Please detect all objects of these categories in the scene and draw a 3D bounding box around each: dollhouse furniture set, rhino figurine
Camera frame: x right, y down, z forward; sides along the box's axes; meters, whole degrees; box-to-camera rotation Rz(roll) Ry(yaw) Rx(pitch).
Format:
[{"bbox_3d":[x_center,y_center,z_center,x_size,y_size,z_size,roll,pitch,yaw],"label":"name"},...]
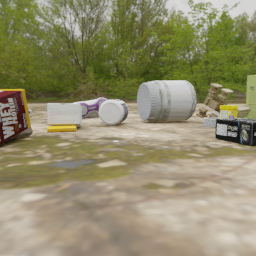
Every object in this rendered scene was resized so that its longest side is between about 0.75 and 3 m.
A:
[{"bbox_3d":[4.075,-0.876,11.853,1.136,1.499,1.710,-8,37,-45],"label":"dollhouse furniture set"},{"bbox_3d":[-3.107,0.122,7.687,0.483,0.330,1.105,16,17,27],"label":"rhino figurine"}]

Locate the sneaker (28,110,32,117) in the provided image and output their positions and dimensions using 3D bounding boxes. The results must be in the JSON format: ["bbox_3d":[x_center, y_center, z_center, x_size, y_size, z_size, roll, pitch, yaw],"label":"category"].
[{"bbox_3d":[-5.842,-0.806,15.494,0.739,0.490,1.299,0,1,2],"label":"sneaker"}]

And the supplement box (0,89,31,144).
[{"bbox_3d":[-3.519,-0.282,6.804,1.535,1.033,1.556,2,19,14],"label":"supplement box"}]

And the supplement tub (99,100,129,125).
[{"bbox_3d":[-0.547,-0.670,11.611,1.021,1.021,1.456,1,6,11],"label":"supplement tub"}]

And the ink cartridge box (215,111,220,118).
[{"bbox_3d":[5.214,-0.737,14.204,1.379,0.603,1.002,1,6,-4],"label":"ink cartridge box"}]

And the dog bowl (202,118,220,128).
[{"bbox_3d":[3.451,-0.219,10.851,1.093,0.321,1.093,0,5,0],"label":"dog bowl"}]

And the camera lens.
[{"bbox_3d":[1.763,-1.209,12.629,2.304,1.843,1.843,-3,7,-18],"label":"camera lens"}]

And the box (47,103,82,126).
[{"bbox_3d":[-2.285,-0.460,10.256,1.151,0.756,1.157,0,-3,-6],"label":"box"}]

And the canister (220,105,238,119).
[{"bbox_3d":[3.593,-0.390,10.020,0.360,0.832,0.618,-6,9,-42],"label":"canister"}]

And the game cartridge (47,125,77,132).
[{"bbox_3d":[-2.235,0.030,9.469,0.932,0.151,0.821,-4,7,-13],"label":"game cartridge"}]

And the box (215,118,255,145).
[{"bbox_3d":[3.080,0.062,7.209,1.049,0.552,1.281,-3,7,-23],"label":"box"}]

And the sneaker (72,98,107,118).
[{"bbox_3d":[-2.181,-1.144,15.642,2.915,1.091,1.452,-6,8,-41],"label":"sneaker"}]

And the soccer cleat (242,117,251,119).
[{"bbox_3d":[4.261,-0.096,9.536,1.364,0.460,0.553,3,-8,4],"label":"soccer cleat"}]

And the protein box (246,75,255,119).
[{"bbox_3d":[6.262,-1.227,11.831,1.404,2.081,2.066,-2,7,-17],"label":"protein box"}]
